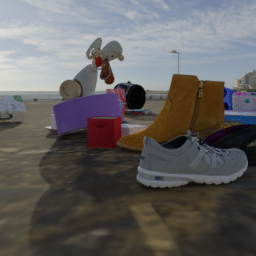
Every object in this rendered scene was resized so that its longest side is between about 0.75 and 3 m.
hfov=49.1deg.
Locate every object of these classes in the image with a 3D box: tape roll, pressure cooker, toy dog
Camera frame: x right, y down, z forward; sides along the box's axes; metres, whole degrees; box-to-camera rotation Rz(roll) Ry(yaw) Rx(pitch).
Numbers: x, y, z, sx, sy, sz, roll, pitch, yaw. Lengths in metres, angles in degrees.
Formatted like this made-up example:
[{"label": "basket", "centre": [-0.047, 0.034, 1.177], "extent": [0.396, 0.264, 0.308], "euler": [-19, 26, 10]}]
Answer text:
[{"label": "tape roll", "centre": [-1.231, -0.419, 8.708], "extent": [2.050, 0.871, 2.050], "euler": [-12, 0, 0]}, {"label": "pressure cooker", "centre": [-0.091, -2.348, 21.070], "extent": [2.071, 2.104, 2.355], "euler": [-26, 29, -37]}, {"label": "toy dog", "centre": [-0.946, -1.411, 8.501], "extent": [1.195, 2.481, 1.636], "euler": [44, 20, 2]}]

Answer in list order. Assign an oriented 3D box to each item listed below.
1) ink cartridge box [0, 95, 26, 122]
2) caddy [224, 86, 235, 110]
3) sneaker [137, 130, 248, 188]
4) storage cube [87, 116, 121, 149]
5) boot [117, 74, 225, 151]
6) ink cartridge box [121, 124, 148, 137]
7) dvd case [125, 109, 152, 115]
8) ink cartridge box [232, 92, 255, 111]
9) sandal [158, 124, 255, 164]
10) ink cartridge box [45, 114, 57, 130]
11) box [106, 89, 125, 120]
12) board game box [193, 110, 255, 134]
[{"label": "ink cartridge box", "centre": [-5.793, -0.918, 13.111], "extent": [1.657, 0.725, 1.204], "euler": [-4, 46, -36]}, {"label": "caddy", "centre": [3.464, -0.950, 11.694], "extent": [1.133, 1.525, 2.158], "euler": [0, -10, -40]}, {"label": "sneaker", "centre": [1.051, 0.417, 4.226], "extent": [1.878, 0.770, 0.702], "euler": [-3, 8, -23]}, {"label": "storage cube", "centre": [-0.573, 0.089, 7.063], "extent": [0.701, 0.737, 0.820], "euler": [1, 6, 13]}, {"label": "boot", "centre": [0.965, -0.358, 6.475], "extent": [2.459, 1.760, 0.865], "euler": [0, 6, 2]}, {"label": "ink cartridge box", "centre": [-0.031, 0.130, 7.977], "extent": [0.738, 0.433, 1.008], "euler": [-5, 7, -42]}, {"label": "dvd case", "centre": [0.283, -1.039, 18.177], "extent": [2.397, 0.264, 1.750], "euler": [-1, 7, -1]}, {"label": "ink cartridge box", "centre": [5.048, -0.637, 10.306], "extent": [2.252, 1.344, 0.473], "euler": [5, 32, 32]}, {"label": "sandal", "centre": [1.998, 0.288, 5.567], "extent": [2.907, 0.696, 1.093], "euler": [0, 7, 2]}, {"label": "ink cartridge box", "centre": [-2.193, -0.256, 10.501], "extent": [1.704, 0.575, 0.993], "euler": [4, 8, 28]}, {"label": "box", "centre": [-0.641, -1.163, 13.863], "extent": [0.731, 1.545, 0.793], "euler": [-4, 8, -26]}, {"label": "board game box", "centre": [3.303, -0.221, 9.689], "extent": [2.503, 0.700, 2.451], "euler": [4, 8, 31]}]
